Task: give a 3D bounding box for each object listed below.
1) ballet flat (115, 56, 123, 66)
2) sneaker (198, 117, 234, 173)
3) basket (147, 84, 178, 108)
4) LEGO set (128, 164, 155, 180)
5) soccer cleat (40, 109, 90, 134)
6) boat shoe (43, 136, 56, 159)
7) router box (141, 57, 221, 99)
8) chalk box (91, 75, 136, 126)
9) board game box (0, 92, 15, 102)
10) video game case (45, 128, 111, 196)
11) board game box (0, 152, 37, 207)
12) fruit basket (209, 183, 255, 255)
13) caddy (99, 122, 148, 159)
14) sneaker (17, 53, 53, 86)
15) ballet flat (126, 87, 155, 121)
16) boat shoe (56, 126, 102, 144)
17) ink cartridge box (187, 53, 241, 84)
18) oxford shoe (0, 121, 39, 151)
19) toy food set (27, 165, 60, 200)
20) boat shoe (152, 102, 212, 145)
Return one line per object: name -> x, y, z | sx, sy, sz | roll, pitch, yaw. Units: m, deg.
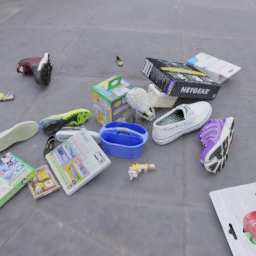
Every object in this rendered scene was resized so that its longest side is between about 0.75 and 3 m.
ballet flat -> -0.511, -3.819, 15.854 | 0.347, 0.239, 1.030 | -10, 42, -11
sneaker -> 3.128, 0.575, 10.425 | 1.231, 1.189, 2.950 | 5, 30, 28
basket -> 1.509, -1.398, 12.442 | 1.230, 0.759, 0.834 | -2, 37, -35
LEGO set -> 0.406, 1.516, 9.632 | 0.538, 0.435, 1.169 | 13, 13, 41
soccer cleat -> -2.623, -0.406, 11.628 | 2.140, 0.692, 0.895 | -21, 36, -24
boat shoe -> -2.982, 0.719, 10.610 | 0.376, 0.322, 1.027 | 4, 43, 4
router box -> 2.438, -2.278, 12.931 | 2.982, 0.779, 2.344 | -1, 35, -34
chalk box -> -0.568, -1.159, 11.338 | 1.345, 2.162, 1.338 | -30, 50, -30
board game box -> -5.820, -1.459, 13.223 | 0.847, 0.146, 0.574 | -8, 42, -8
video game case -> -1.769, 1.098, 9.721 | 1.750, 0.212, 1.923 | -37, 53, -7
board game box -> -4.267, 1.821, 9.159 | 1.417, 0.306, 2.105 | 27, 54, 28
fruit basket -> 4.142, 2.683, 7.897 | 2.904, 1.361, 2.690 | -17, 42, 5
caddy -> -0.161, 0.364, 10.522 | 1.831, 0.961, 1.294 | 9, 43, 10
sneaker -> -4.889, -2.869, 14.284 | 1.717, 1.125, 2.973 | -8, 31, -2
ballet flat -> 0.646, -0.872, 11.141 | 0.851, 2.371, 0.851 | -5, 73, 18
boat shoe -> -1.881, 0.197, 10.919 | 1.861, 0.671, 0.660 | 5, 45, 9
ink cartridge box -> 4.342, -2.945, 14.426 | 1.376, 0.792, 2.376 | -33, 51, -32
oxford shoe -> -4.431, 0.262, 10.901 | 1.946, 0.732, 0.562 | -33, 28, -31
toy food set -> -2.881, 1.769, 9.335 | 0.854, 0.360, 1.190 | -23, 44, -25
boat shoe -> 2.233, -0.404, 11.090 | 2.965, 0.990, 1.091 | -34, 49, -23
